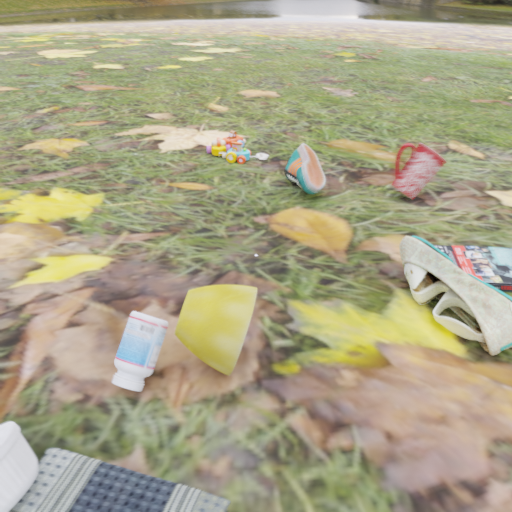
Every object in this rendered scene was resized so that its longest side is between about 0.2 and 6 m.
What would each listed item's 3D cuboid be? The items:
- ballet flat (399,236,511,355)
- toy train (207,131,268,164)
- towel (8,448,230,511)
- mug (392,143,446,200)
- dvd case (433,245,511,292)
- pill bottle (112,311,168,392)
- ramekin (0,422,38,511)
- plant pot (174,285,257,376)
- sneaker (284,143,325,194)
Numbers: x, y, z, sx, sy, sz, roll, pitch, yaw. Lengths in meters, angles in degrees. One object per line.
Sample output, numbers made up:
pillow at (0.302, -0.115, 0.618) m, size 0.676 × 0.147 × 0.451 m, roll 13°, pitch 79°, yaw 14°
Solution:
ballet flat at (2.764, 0.499, 8.253) m, size 0.835 × 0.903 × 2.678 m, roll -37°, pitch 34°, yaw -5°
toy train at (-0.535, -2.964, 14.889) m, size 1.365 × 0.505 × 1.817 m, roll -18°, pitch 33°, yaw -30°
towel at (-1.490, 2.709, 4.768) m, size 2.065 × 0.370 × 2.144 m, roll 11°, pitch 28°, yaw 13°
mug at (3.368, -1.856, 12.030) m, size 0.930 × 1.048 × 0.699 m, roll 38°, pitch 13°, yaw 12°
dvd case at (3.952, 0.208, 9.405) m, size 1.768 × 0.195 × 1.291 m, roll 1°, pitch 29°, yaw 4°
pill bottle at (-1.442, 1.170, 6.877) m, size 0.489 × 0.900 × 0.489 m, roll 17°, pitch -10°, yaw 3°
ramekin at (-2.538, 2.104, 5.178) m, size 1.093 × 0.509 × 1.093 m, roll -34°, pitch 12°, yaw 8°
plant pot at (-0.548, 0.824, 7.054) m, size 0.819 × 1.154 × 1.154 m, roll 19°, pitch 29°, yaw -3°
sneaker at (1.058, -1.822, 12.687) m, size 0.661 × 0.740 × 1.853 m, roll 34°, pitch 29°, yaw -22°
